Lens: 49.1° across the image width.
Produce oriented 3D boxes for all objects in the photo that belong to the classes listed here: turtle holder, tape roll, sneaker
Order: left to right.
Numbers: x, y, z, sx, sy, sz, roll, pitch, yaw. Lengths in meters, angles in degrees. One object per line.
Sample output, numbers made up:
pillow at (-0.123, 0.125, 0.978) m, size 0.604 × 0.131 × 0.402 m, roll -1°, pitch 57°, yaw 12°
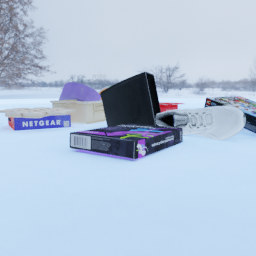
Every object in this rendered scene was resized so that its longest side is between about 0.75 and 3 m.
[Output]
tape roll at (-2.774, -1.657, 16.191) m, size 2.254 × 0.958 × 2.254 m, roll 13°, pitch -20°, yaw 5°
turtle holder at (-1.228, -2.000, 19.273) m, size 1.681 × 1.799 × 2.367 m, roll -1°, pitch 9°, yaw -3°
sneaker at (2.080, -0.151, 8.498) m, size 2.807 × 1.046 × 1.223 m, roll -4°, pitch -6°, yaw 42°

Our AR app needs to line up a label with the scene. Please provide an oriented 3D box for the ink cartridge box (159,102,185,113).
ink cartridge box at (1.533, -0.920, 14.715) m, size 1.531 × 0.886 × 2.635 m, roll -6°, pitch 10°, yaw -38°

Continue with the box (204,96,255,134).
box at (4.542, -0.490, 10.228) m, size 2.006 × 0.554 × 2.937 m, roll -5°, pitch 24°, yaw -29°

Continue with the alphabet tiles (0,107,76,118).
alphabet tiles at (-3.559, -0.628, 11.111) m, size 2.665 × 0.199 × 2.724 m, roll 3°, pitch 9°, yaw 7°

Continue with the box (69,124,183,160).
box at (0.079, 0.259, 7.621) m, size 1.956 × 0.494 × 2.736 m, roll 6°, pitch 7°, yaw 32°

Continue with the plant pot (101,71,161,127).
plant pot at (0.154, -0.879, 10.823) m, size 1.899 × 2.136 × 2.141 m, roll -9°, pitch 6°, yaw 15°

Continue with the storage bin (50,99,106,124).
storage bin at (-2.227, -0.867, 13.824) m, size 2.219 × 1.040 × 2.203 m, roll 4°, pitch 9°, yaw 28°

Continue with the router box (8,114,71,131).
router box at (-3.734, -0.328, 11.688) m, size 2.211 × 0.540 × 1.985 m, roll -4°, pitch 9°, yaw -28°
